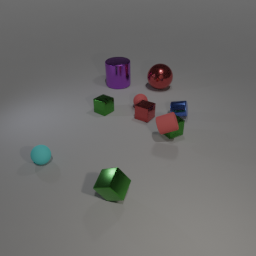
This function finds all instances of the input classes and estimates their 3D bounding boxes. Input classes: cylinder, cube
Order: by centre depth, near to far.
[{"bbox_3d":[-0.460,1.662,8.256,0.700,0.700,0.700,-13,39,40],"label":"cube"},{"bbox_3d":[1.485,-0.178,10.616,0.700,0.700,0.700,-16,28,17],"label":"cylinder"},{"bbox_3d":[1.813,-0.077,11.510,0.700,0.700,0.700,-17,35,-26],"label":"cube"},{"bbox_3d":[0.769,-0.770,12.641,0.700,0.700,0.700,19,36,28],"label":"cube"},{"bbox_3d":[2.319,-0.869,12.677,0.700,0.700,0.700,-2,29,20],"label":"cylinder"},{"bbox_3d":[-1.131,-1.081,13.149,0.700,0.700,0.700,22,38,32],"label":"cube"},{"bbox_3d":[-0.557,-3.103,15.724,1.400,1.400,1.400,-1,33,1],"label":"cylinder"}]

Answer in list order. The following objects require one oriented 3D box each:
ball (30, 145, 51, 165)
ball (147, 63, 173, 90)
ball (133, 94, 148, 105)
[{"bbox_3d":[-3.065,0.938,9.857,0.700,0.700,0.700,0,32,0],"label":"ball"},{"bbox_3d":[1.746,-2.802,15.273,1.400,1.400,1.400,0,32,0],"label":"ball"},{"bbox_3d":[0.603,-1.302,13.499,0.700,0.700,0.700,0,32,0],"label":"ball"}]
